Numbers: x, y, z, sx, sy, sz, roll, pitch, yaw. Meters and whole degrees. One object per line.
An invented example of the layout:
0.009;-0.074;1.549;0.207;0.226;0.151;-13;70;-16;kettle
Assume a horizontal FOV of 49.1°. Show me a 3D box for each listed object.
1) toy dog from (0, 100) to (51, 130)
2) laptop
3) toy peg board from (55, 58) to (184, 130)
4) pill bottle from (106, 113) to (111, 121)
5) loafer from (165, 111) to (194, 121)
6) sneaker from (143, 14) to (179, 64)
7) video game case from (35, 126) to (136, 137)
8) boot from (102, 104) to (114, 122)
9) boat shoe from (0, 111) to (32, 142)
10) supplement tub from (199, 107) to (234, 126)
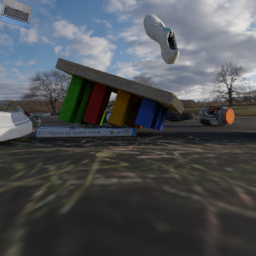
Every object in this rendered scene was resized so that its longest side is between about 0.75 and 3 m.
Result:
-2.444;-0.160;5.975;0.907;0.662;1.375;7;-17;46;toy dog
-3.599;-3.704;9.054;0.873;0.933;0.541;11;-1;-27;laptop
-0.146;-0.379;5.853;2.237;1.099;2.246;20;4;15;toy peg board
-0.441;-0.399;11.118;0.867;0.481;0.481;4;5;44;pill bottle
2.205;-0.838;14.961;2.661;0.962;0.969;1;2;0;loafer
1.280;-3.361;9.978;0.788;2.095;0.927;-26;-12;-13;sneaker
-0.848;0.056;5.504;1.775;0.158;1.270;-1;2;-13;video game case
-0.481;-0.642;13.840;1.723;0.913;2.618;6;17;36;boot
-2.382;-0.205;3.591;0.905;0.861;2.514;3;4;41;boat shoe
2.988;-0.394;9.470;0.641;0.641;1.047;-2;4;-40;supplement tub
